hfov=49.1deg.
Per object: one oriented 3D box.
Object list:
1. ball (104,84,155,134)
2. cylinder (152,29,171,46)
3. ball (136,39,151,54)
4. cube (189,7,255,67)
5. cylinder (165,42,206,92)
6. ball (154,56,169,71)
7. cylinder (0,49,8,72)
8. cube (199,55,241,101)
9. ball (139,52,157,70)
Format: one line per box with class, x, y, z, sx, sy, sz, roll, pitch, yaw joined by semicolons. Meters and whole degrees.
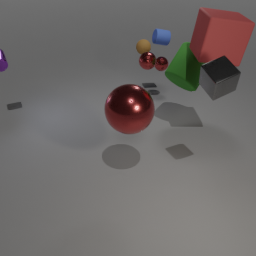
ball;0.042;-0.520;7.801;1.400;1.400;1.400;0;29;0
cylinder;1.607;-4.376;13.500;0.700;0.700;0.700;3;28;-17
ball;0.728;-3.807;13.173;0.700;0.700;0.700;0;29;0
cube;2.989;-2.991;9.167;1.400;1.400;1.400;5;35;-6
cylinder;2.373;-2.363;10.920;1.400;1.400;1.400;32;-1;1
ball;1.623;-3.127;13.655;0.700;0.700;0.700;0;29;0
cylinder;-5.298;-2.746;11.336;0.700;0.700;0.700;-15;61;-25
cube;2.311;-1.270;7.137;0.700;0.700;0.700;-25;59;-6
ball;0.777;-2.658;11.085;0.700;0.700;0.700;0;29;0
